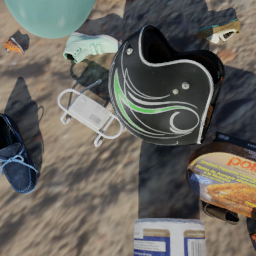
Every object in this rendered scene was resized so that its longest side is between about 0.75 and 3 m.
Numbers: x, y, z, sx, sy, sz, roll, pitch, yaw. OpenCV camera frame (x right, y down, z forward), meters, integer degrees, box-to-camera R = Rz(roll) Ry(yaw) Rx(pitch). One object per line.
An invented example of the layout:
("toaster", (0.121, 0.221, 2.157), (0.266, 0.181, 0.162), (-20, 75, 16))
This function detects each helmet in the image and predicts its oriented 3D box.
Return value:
("helmet", (0.838, -1.008, 7.032), (2.695, 2.827, 2.827), (18, 70, 19))

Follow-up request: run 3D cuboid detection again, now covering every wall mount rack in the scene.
("wall mount rack", (-0.864, -0.554, 7.977), (2.074, 0.773, 1.802), (34, 77, 11))

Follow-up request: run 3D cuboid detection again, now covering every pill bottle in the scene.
("pill bottle", (0.901, 3.474, 5.999), (1.608, 1.608, 2.899), (2, 70, 1))

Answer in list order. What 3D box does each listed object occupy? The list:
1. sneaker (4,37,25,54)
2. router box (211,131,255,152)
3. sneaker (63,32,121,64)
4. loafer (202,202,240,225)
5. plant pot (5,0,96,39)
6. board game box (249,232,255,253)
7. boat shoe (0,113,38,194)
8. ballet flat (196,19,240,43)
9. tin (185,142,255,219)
("sneaker", (-3.635, -2.508, 8.920), (0.446, 0.309, 0.797), (-42, 65, -10))
("router box", (2.933, 0.888, 7.548), (1.545, 0.480, 1.158), (18, 71, 7))
("sneaker", (-1.127, -2.329, 8.629), (1.742, 0.641, 1.027), (11, 64, 14))
("loafer", (2.400, 2.161, 7.150), (0.995, 0.355, 0.363), (19, 71, 7))
("plant pot", (-1.542, -2.813, 5.548), (2.038, 1.636, 2.038), (8, 60, -14))
("board game box", (4.672, 3.296, 6.507), (2.833, 0.803, 2.342), (-13, 72, -5))
("boat shoe", (-3.181, 0.676, 7.454), (0.978, 0.798, 2.325), (-29, 73, -10))
("ballet flat", (2.972, -3.060, 9.050), (1.525, 0.517, 0.551), (-18, 90, -10))
("tin", (2.902, 1.323, 6.797), (2.982, 1.670, 0.624), (19, 39, 7))
